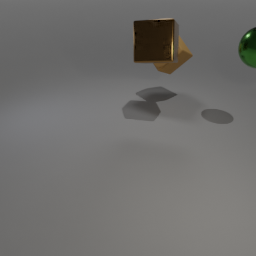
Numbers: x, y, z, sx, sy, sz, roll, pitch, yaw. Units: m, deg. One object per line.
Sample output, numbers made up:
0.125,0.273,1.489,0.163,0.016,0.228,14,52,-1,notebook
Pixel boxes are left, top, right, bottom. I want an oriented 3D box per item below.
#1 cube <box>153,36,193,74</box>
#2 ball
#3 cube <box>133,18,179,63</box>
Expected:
1.822,-3.476,12.727,1.400,1.400,1.400,-6,62,-59,cube
4.491,-2.733,9.516,1.400,1.400,1.400,0,29,0,ball
1.040,-3.061,10.070,1.400,1.400,1.400,3,13,16,cube
